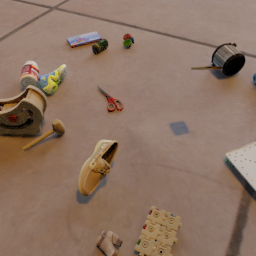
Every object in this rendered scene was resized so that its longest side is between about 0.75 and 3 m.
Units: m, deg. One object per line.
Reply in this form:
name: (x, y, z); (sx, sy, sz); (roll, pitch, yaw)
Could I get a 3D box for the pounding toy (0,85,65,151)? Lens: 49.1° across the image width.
pounding toy: (-3.701, -0.338, 9.595); (2.867, 1.639, 1.644); (1, 47, 1)

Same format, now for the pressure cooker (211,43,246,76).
pressure cooker: (4.438, -3.137, 12.552); (1.162, 1.180, 1.321); (-18, 50, -12)

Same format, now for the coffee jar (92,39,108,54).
coffee jar: (-1.398, -4.054, 13.915); (0.378, 0.463, 0.887); (30, 52, 26)

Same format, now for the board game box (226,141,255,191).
board game box: (4.746, 1.371, 8.894); (2.390, 0.309, 2.390); (-18, 49, -16)

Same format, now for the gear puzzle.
gear puzzle: (0.737, 3.061, 7.384); (0.976, 0.247, 1.885); (19, 52, 14)

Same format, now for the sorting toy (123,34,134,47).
sorting toy: (0.049, -4.441, 14.406); (0.561, 0.383, 0.934); (-9, 58, 12)

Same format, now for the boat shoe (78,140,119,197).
boat shoe: (-0.862, 1.137, 8.396); (0.627, 0.693, 1.943); (-4, 50, 36)

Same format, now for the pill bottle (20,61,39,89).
pill bottle: (-4.232, -2.321, 12.087); (0.730, 0.730, 1.292); (-7, 47, -6)

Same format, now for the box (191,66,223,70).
box: (2.451, -1.867, 8.734); (0.640, 0.083, 0.783); (-3, 10, -20)

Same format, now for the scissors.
scissors: (-0.737, -1.273, 11.550); (0.663, 0.126, 1.814); (-17, 48, -12)

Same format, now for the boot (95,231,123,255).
boot: (-0.563, 3.121, 7.290); (0.637, 0.306, 0.871); (14, 47, 22)

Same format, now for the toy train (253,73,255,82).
toy train: (6.613, -2.057, 11.797); (2.329, 0.986, 1.347); (-10, 34, -9)

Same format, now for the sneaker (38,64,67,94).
sneaker: (-3.283, -2.217, 11.993); (0.899, 0.648, 1.712); (16, 49, 5)

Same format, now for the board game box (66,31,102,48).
board game box: (-2.285, -4.646, 14.676); (1.680, 0.163, 0.865); (-19, 48, -17)
